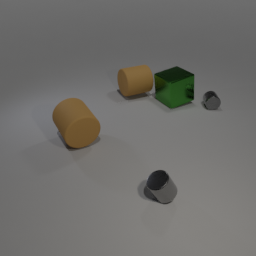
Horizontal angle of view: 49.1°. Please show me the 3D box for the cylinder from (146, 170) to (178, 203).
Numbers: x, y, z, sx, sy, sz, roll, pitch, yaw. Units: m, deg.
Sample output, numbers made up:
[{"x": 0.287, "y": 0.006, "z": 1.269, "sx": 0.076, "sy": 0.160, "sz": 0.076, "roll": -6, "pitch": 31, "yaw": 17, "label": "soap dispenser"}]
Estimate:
[{"x": 0.978, "y": 1.685, "z": 8.066, "sx": 0.700, "sy": 0.700, "sz": 0.700, "roll": -22, "pitch": 37, "yaw": 18, "label": "cylinder"}]

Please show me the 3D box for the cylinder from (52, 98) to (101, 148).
[{"x": -1.946, "y": -0.202, "z": 10.501, "sx": 1.400, "sy": 1.400, "sz": 1.400, "roll": -17, "pitch": 43, "yaw": -26, "label": "cylinder"}]

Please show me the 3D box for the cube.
[{"x": 2.253, "y": -1.999, "z": 13.661, "sx": 1.400, "sy": 1.400, "sz": 1.400, "roll": -22, "pitch": 36, "yaw": -19, "label": "cube"}]

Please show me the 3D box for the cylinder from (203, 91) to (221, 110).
[{"x": 3.993, "y": -1.319, "z": 13.376, "sx": 0.700, "sy": 0.700, "sz": 0.700, "roll": 0, "pitch": 31, "yaw": 1, "label": "cylinder"}]

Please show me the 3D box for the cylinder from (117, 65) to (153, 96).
[{"x": 0.360, "y": -2.417, "z": 14.245, "sx": 1.400, "sy": 1.400, "sz": 1.400, "roll": -15, "pitch": 34, "yaw": -21, "label": "cylinder"}]
